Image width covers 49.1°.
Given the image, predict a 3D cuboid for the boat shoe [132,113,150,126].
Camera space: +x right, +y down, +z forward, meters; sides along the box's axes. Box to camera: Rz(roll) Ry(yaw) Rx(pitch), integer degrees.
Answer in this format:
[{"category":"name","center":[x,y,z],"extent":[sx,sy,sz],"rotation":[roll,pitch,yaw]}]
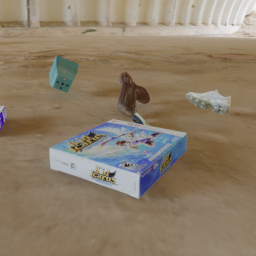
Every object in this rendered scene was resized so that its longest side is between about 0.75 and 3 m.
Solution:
[{"category":"boat shoe","center":[0.324,-0.122,6.987],"extent":[0.248,0.297,0.796],"rotation":[-46,34,3]}]

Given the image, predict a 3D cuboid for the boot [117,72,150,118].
[{"category":"boot","center":[0.191,-0.722,8.127],"extent":[0.488,1.416,1.520],"rotation":[-32,38,27]}]

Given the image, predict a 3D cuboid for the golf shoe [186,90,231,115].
[{"category":"golf shoe","center":[2.147,-0.787,7.444],"extent":[1.170,0.569,0.458],"rotation":[22,-13,8]}]

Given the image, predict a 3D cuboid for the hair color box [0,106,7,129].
[{"category":"hair color box","center":[-3.487,-0.158,6.926],"extent":[0.674,0.399,1.232],"rotation":[-5,25,-8]}]

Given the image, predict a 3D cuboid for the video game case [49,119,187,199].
[{"category":"video game case","center":[-0.094,0.408,5.273],"extent":[1.821,0.457,2.010],"rotation":[10,21,29]}]

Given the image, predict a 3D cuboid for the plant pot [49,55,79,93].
[{"category":"plant pot","center":[-2.241,-1.778,9.683],"extent":[0.843,0.844,1.194],"rotation":[19,30,-21]}]
